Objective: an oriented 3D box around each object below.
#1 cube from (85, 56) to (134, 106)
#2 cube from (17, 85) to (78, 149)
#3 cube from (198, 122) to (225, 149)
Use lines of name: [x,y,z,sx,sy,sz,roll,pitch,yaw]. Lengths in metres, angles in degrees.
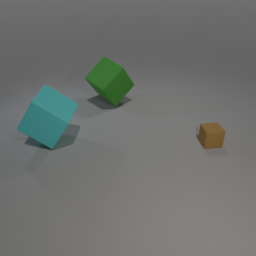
cube: [-0.835,-2.157,12.959,1.400,1.400,1.400,-49,55,-5]
cube: [-2.850,-0.417,10.087,1.400,1.400,1.400,31,30,-14]
cube: [3.087,0.276,10.372,0.700,0.700,0.700,-4,30,-6]
